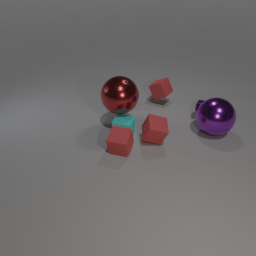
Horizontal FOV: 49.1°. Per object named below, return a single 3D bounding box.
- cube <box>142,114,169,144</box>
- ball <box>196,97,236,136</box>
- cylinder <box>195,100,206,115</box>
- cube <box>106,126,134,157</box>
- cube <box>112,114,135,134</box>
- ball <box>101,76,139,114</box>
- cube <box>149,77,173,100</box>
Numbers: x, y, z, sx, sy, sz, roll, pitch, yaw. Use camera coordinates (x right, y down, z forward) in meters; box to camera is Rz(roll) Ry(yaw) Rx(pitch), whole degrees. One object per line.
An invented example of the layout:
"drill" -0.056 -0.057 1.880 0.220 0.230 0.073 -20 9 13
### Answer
"cube" 0.931 0.043 9.727 0.700 0.700 0.700 12 48 -15
"ball" 3.213 -0.415 10.250 1.400 1.400 1.400 0 31 0
"cylinder" 3.175 -0.756 11.363 0.700 0.700 0.700 13 32 32
"cube" -0.252 0.440 9.355 0.700 0.700 0.700 9 50 16
"cube" -0.158 -0.029 10.294 0.700 0.700 0.700 10 34 13
"ball" -0.300 -1.197 10.246 1.400 1.400 1.400 0 31 0
"cube" 1.485 -1.777 12.602 0.700 0.700 0.700 -10 21 43
